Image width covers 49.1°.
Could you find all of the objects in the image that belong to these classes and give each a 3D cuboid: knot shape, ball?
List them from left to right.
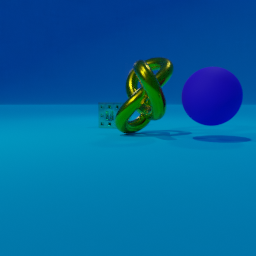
[{"bbox_3d":[0.385,-0.860,6.094,0.877,1.776,1.898,18,-32,-6],"label":"knot shape"},{"bbox_3d":[1.570,-0.592,5.281,1.106,1.106,1.106,0,5,0],"label":"ball"}]

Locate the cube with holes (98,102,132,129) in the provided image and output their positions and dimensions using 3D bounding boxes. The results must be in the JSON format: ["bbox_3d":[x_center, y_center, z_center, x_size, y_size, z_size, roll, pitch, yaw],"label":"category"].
[{"bbox_3d":[-0.367,-0.382,8.136,0.724,0.724,0.724,2,6,24],"label":"cube with holes"}]
